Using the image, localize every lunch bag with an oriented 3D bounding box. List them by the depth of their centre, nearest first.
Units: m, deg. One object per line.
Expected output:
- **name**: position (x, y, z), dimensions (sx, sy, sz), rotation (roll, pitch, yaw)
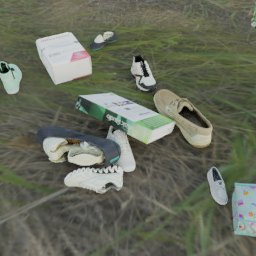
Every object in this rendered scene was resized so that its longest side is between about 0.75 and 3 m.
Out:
- **lunch bag**: position (3.094, 1.893, 6.392), dimensions (1.283, 0.782, 1.093), rotation (3, 45, 11)

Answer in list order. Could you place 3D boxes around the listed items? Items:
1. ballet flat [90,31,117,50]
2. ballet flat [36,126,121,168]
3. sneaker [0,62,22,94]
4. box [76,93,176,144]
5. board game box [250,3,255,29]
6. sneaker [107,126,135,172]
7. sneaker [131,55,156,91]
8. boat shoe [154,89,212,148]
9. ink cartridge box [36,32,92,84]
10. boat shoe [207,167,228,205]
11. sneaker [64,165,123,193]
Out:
- **ballet flat**: position (-1.080, -3.866, 12.184), dimensions (1.469, 0.537, 0.537), rotation (-33, 54, -27)
- **ballet flat**: position (-1.504, 0.537, 7.397), dimensions (2.662, 0.972, 0.972), rotation (9, 46, 19)
- **sneaker**: position (-4.280, -2.108, 10.128), dimensions (0.618, 0.991, 1.681), rotation (-14, 46, -11)
- **box**: position (-0.035, -0.384, 8.278), dimensions (2.480, 0.451, 1.790), rotation (25, 20, 24)
- **board game box**: position (4.144, -3.306, 8.483), dimensions (0.855, 0.191, 1.632), rotation (39, 52, -12)
- **sneaker**: position (-0.234, 0.518, 7.724), dimensions (0.578, 0.769, 1.544), rotation (-12, 48, -21)
- **sneaker**: position (0.535, -2.019, 10.263), dimensions (0.644, 0.698, 1.746), rotation (-15, 49, -16)
- **boat shoe**: position (1.689, -0.533, 8.692), dimensions (0.935, 0.842, 2.592), rotation (-19, 49, -18)
- **ink cartridge box**: position (-2.492, -2.750, 10.839), dimensions (1.512, 0.854, 2.063), rotation (-21, 49, -19)
- **boat shoe**: position (2.298, 1.441, 7.123), dimensions (0.360, 0.343, 1.001), rotation (0, 46, 0)
- **sneaker**: position (-0.861, 1.350, 7.114), dimensions (1.514, 0.569, 0.614), rotation (-6, 56, -3)
